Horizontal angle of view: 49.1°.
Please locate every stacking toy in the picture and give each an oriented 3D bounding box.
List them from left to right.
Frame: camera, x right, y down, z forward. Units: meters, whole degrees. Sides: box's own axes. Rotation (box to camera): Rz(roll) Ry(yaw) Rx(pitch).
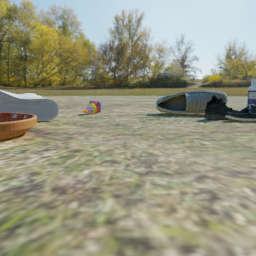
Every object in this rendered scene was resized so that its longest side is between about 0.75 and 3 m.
[{"bbox_3d":[-1.634,-0.804,12.145,0.596,0.563,1.026,9,21,21],"label":"stacking toy"}]

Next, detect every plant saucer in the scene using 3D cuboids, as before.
[{"bbox_3d":[-3.564,-0.046,6.588,2.716,0.438,2.716,0,9,0],"label":"plant saucer"}]

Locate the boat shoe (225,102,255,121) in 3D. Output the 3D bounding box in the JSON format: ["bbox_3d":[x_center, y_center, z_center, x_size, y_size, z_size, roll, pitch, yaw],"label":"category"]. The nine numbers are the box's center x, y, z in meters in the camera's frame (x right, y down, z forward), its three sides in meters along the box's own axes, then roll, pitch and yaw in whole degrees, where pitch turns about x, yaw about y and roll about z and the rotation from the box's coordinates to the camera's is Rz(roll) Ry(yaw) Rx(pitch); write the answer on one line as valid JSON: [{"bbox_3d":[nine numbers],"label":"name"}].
[{"bbox_3d":[4.277,-0.568,9.714,1.921,0.649,0.690,-3,10,-9],"label":"boat shoe"}]

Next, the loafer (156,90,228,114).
[{"bbox_3d":[2.677,-1.054,11.966,2.992,1.046,1.044,-6,5,19],"label":"loafer"}]

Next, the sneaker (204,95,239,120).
[{"bbox_3d":[3.504,-0.748,10.208,1.519,0.870,0.581,0,9,-16],"label":"sneaker"}]

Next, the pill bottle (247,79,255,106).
[{"bbox_3d":[6.028,-1.497,13.013,0.862,1.552,0.862,0,8,0],"label":"pill bottle"}]

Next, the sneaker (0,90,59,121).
[{"bbox_3d":[-4.046,-0.751,9.679,2.966,1.093,1.714,7,5,-26],"label":"sneaker"}]
